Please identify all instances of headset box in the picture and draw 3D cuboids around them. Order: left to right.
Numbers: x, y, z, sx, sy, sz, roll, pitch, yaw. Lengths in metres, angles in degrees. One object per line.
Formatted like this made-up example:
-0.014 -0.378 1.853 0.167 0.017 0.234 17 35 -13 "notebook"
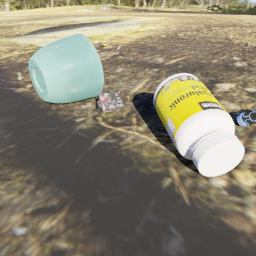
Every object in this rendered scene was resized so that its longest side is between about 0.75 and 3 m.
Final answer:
-0.644 -0.904 9.752 0.853 0.634 0.320 -12 -8 -17 "headset box"

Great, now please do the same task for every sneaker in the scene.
4.103 -0.416 8.834 1.398 0.490 0.544 -14 -10 -24 "sneaker"

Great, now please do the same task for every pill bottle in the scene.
1.728 -0.131 7.114 1.494 1.494 2.684 -7 41 -13 "pill bottle"

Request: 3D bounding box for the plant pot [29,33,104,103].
-2.338 -1.983 10.063 1.941 2.419 2.419 -25 36 -31 "plant pot"
